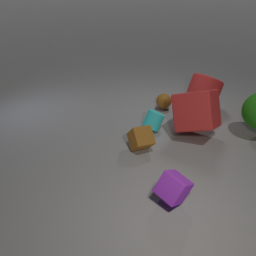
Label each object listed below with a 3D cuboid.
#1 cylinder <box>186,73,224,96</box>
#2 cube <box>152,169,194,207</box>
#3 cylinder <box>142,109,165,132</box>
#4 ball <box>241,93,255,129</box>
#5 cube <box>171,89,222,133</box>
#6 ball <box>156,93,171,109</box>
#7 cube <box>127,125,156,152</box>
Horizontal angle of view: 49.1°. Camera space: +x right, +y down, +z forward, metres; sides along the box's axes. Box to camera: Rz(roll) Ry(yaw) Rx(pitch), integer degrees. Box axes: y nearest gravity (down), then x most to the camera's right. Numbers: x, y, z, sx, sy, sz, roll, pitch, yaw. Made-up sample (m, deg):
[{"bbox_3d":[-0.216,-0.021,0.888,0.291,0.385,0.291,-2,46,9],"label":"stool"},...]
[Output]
[{"bbox_3d":[3.312,-1.540,12.374,1.400,1.400,1.400,20,8,-3],"label":"cylinder"},{"bbox_3d":[1.223,1.601,7.546,0.700,0.700,0.700,37,14,30],"label":"cube"},{"bbox_3d":[1.018,-0.312,11.195,0.700,0.700,0.700,23,11,-5],"label":"cylinder"},{"bbox_3d":[4.917,-0.616,10.280,1.400,1.400,1.400,0,29,0],"label":"ball"},{"bbox_3d":[2.558,-0.651,10.394,1.400,1.400,1.400,-4,6,31],"label":"cube"},{"bbox_3d":[1.644,-1.235,12.865,0.700,0.700,0.700,0,29,0],"label":"ball"},{"bbox_3d":[0.453,0.368,9.860,0.700,0.700,0.700,-9,75,-24],"label":"cube"}]
